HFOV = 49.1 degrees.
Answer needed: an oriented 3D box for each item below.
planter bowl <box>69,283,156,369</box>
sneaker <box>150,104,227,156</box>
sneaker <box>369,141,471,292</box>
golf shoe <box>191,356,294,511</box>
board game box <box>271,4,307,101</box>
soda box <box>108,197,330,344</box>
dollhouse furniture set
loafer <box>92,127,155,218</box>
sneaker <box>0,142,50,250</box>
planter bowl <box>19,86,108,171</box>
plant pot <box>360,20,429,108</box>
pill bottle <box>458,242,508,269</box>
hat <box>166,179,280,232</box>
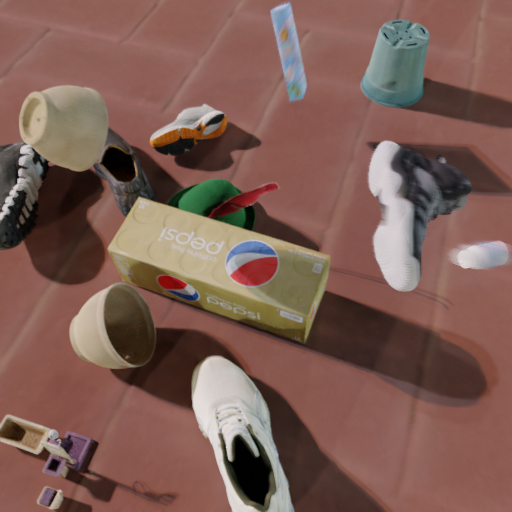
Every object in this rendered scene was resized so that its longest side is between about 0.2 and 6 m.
[{"bbox_3d":[-2.611,1.327,9.864,1.005,1.494,1.494,-19,52,19],"label":"planter bowl"},{"bbox_3d":[-1.721,-3.049,13.393,1.985,0.751,0.913,-27,51,-26],"label":"sneaker"},{"bbox_3d":[2.051,-0.504,6.804,1.127,0.747,1.980,3,64,-9],"label":"sneaker"},{"bbox_3d":[-0.234,2.721,8.718,1.210,1.503,3.091,-21,55,-11],"label":"golf shoe"},{"bbox_3d":[0.736,-4.414,12.086,0.335,1.829,1.384,-8,25,13],"label":"board game box"},{"bbox_3d":[-0.683,0.239,10.569,3.911,1.252,1.324,18,62,12],"label":"soda box"},{"bbox_3d":[-3.602,3.043,8.729,1.511,1.072,1.197,15,56,10],"label":"dollhouse furniture set"},{"bbox_3d":[-3.060,-2.121,12.448,1.033,1.026,2.839,-28,58,-17],"label":"loafer"},{"bbox_3d":[-5.396,-1.331,11.941,1.415,1.040,3.129,-3,51,1],"label":"sneaker"},{"bbox_3d":[-3.002,-1.994,8.506,0.880,1.308,1.308,2,40,-51],"label":"planter bowl"},{"bbox_3d":[3.561,-4.895,14.094,1.631,1.598,1.631,0,54,0],"label":"plant pot"},{"bbox_3d":[3.925,0.002,9.706,0.758,0.412,0.412,-9,55,-15],"label":"pill bottle"},{"bbox_3d":[-0.884,-1.290,11.150,2.286,2.012,1.894,-12,62,-6],"label":"hat"}]
